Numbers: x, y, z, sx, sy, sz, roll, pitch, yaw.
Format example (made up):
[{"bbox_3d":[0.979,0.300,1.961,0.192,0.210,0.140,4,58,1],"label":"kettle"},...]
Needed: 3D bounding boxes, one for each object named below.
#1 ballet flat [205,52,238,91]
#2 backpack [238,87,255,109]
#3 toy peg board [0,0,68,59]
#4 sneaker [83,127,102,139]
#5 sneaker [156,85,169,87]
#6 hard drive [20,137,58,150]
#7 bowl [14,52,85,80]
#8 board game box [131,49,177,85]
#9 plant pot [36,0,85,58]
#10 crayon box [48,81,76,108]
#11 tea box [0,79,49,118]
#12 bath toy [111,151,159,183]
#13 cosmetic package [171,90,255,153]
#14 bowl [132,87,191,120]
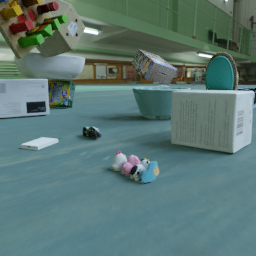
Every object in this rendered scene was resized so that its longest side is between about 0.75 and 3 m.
[{"bbox_3d":[2.497,-0.950,7.309,0.843,2.392,0.781,19,46,33],"label":"ballet flat"},{"bbox_3d":[5.423,-1.465,13.565,1.498,1.008,1.368,8,14,32],"label":"backpack"},{"bbox_3d":[-2.472,-3.021,7.132,0.868,1.767,1.774,1,43,30],"label":"toy peg board"},{"bbox_3d":[-0.874,0.092,7.364,0.357,0.321,0.826,-4,11,-34],"label":"sneaker"},{"bbox_3d":[2.311,-1.485,14.153,2.792,1.088,1.387,8,4,-4],"label":"sneaker"},{"bbox_3d":[-2.055,0.359,6.528,0.499,0.099,0.756,4,12,20],"label":"hard drive"},{"bbox_3d":[-3.600,-2.753,12.826,2.815,1.052,2.819,-3,8,-32],"label":"bowl"},{"bbox_3d":[0.893,-2.141,9.830,1.018,0.619,1.278,9,29,-33],"label":"board game box"},{"bbox_3d":[-2.651,-3.771,10.462,1.498,1.690,1.692,12,-25,30],"label":"plant pot"},{"bbox_3d":[-3.660,-1.697,13.965,1.991,1.252,0.514,4,-10,22],"label":"crayon box"},{"bbox_3d":[-4.549,-1.273,11.378,2.167,1.448,2.132,-6,11,-31],"label":"tea box"},{"bbox_3d":[0.085,0.606,4.618,0.403,0.343,0.927,-9,13,-40],"label":"bath toy"},{"bbox_3d":[1.960,-0.243,6.550,1.518,1.270,1.263,9,14,38],"label":"cosmetic package"},{"bbox_3d":[1.253,-0.961,10.623,2.175,1.138,2.175,-1,11,0],"label":"bowl"}]
